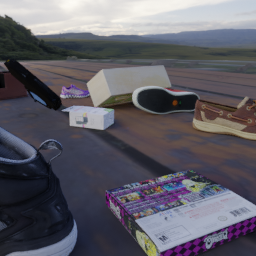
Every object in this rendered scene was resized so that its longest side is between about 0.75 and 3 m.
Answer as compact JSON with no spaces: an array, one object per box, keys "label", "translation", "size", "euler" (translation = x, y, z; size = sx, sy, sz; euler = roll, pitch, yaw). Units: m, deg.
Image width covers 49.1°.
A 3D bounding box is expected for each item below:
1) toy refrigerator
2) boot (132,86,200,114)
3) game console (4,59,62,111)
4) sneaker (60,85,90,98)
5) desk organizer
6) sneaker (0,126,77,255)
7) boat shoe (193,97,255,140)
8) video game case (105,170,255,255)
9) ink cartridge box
[{"label":"toy refrigerator","translation":[0.133,-1.524,10.278],"size":[2.984,1.044,1.133],"euler":[-13,-9,-40]},{"label":"boot","translation":[0.993,-1.023,9.487],"size":[2.325,0.842,1.678],"euler":[2,14,-25]},{"label":"game console","translation":[-2.607,-1.001,8.224],"size":[1.615,0.330,2.738],"euler":[40,-12,-1]},{"label":"sneaker","translation":[-2.193,-1.538,11.665],"size":[1.233,0.545,0.496],"euler":[-4,15,-18]},{"label":"desk organizer","translation":[-5.486,-1.659,11.163],"size":[0.971,1.042,2.707],"euler":[14,22,41]},{"label":"sneaker","translation":[-1.744,0.660,2.582],"size":[2.459,1.399,0.928],"euler":[-3,17,-11]},{"label":"boat shoe","translation":[2.823,-0.291,6.729],"size":[2.506,0.902,0.904],"euler":[10,19,29]},{"label":"video game case","translation":[0.641,0.990,3.485],"size":[1.464,0.262,1.327],"euler":[-8,18,-26]},{"label":"ink cartridge box","translation":[-1.086,-0.298,7.599],"size":[1.251,0.421,0.733],"euler":[7,18,18]}]
